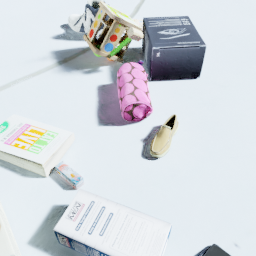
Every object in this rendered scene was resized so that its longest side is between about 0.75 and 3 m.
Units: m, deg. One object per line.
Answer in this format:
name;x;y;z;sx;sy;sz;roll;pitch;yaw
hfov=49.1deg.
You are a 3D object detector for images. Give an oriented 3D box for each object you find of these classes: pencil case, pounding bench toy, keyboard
pencil case;0.253;-1.246;9.480;1.127;1.092;2.405;18;42;-21
pounding bench toy;-0.533;-3.470;11.038;1.440;1.809;2.319;11;34;-38
keyboard;2.319;3.347;5.312;2.317;0.459;1.206;34;30;31

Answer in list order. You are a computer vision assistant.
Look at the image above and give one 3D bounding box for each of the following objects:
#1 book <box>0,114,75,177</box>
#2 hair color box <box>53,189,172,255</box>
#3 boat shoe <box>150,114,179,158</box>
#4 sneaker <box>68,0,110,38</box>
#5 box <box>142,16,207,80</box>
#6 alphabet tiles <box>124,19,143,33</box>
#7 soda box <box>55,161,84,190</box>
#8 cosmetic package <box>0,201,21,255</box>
book;-2.898;0.407;8.177;2.249;0.540;1.502;15;44;18
hair color box;-0.313;2.285;6.054;2.254;0.682;1.127;17;47;17
boat shoe;1.073;0.167;8.272;0.577;0.614;1.611;17;47;16
sneaker;-1.743;-5.372;13.032;2.885;1.877;1.151;34;53;30
box;1.691;-3.248;11.177;2.013;1.419;2.720;-3;44;-3
alphabet tiles;0.174;-5.132;14.042;1.729;0.126;1.691;11;46;10
soda box;-1.545;1.241;7.403;0.860;0.294;0.274;32;52;28
cosmetic package;-3.005;2.099;5.857;0.856;1.267;2.409;-25;48;-24
